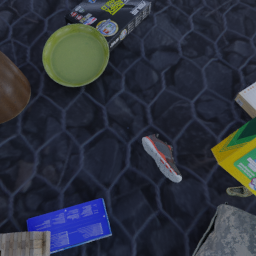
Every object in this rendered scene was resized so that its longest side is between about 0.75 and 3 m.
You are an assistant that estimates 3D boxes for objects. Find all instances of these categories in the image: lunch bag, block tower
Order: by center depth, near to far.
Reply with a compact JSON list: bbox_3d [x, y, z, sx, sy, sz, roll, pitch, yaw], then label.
[{"bbox_3d":[2.856,3.529,7.155,2.305,1.915,2.748,27,64,28],"label":"lunch bag"},{"bbox_3d":[-3.357,3.237,7.631,2.402,0.694,0.649,-10,67,11],"label":"block tower"}]

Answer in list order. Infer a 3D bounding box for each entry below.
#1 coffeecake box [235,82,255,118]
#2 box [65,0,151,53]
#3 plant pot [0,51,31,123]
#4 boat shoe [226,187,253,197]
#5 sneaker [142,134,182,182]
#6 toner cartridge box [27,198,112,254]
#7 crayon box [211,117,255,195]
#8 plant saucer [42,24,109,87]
[{"bbox_3d":[4.795,-1.106,10.218,1.325,0.484,1.017,-31,68,-14],"label":"coffeecake box"},{"bbox_3d":[-0.814,-4.832,11.951,2.371,0.655,2.959,35,69,16],"label":"box"},{"bbox_3d":[-4.935,-1.814,9.344,2.512,2.688,2.512,0,64,0],"label":"plant pot"},{"bbox_3d":[3.547,1.986,8.827,0.827,0.260,0.302,4,64,2],"label":"boat shoe"},{"bbox_3d":[1.258,0.880,9.150,0.765,0.720,1.869,-29,68,-20],"label":"sneaker"},{"bbox_3d":[-1.707,2.925,8.234,2.276,0.491,1.081,-14,66,-6],"label":"toner cartridge box"},{"bbox_3d":[3.392,0.673,6.652,1.835,2.127,0.620,-41,27,23],"label":"crayon box"},{"bbox_3d":[-1.980,-2.759,10.813,2.573,0.400,2.573,-1,79,4],"label":"plant saucer"}]
